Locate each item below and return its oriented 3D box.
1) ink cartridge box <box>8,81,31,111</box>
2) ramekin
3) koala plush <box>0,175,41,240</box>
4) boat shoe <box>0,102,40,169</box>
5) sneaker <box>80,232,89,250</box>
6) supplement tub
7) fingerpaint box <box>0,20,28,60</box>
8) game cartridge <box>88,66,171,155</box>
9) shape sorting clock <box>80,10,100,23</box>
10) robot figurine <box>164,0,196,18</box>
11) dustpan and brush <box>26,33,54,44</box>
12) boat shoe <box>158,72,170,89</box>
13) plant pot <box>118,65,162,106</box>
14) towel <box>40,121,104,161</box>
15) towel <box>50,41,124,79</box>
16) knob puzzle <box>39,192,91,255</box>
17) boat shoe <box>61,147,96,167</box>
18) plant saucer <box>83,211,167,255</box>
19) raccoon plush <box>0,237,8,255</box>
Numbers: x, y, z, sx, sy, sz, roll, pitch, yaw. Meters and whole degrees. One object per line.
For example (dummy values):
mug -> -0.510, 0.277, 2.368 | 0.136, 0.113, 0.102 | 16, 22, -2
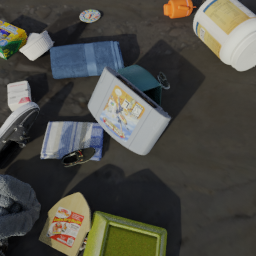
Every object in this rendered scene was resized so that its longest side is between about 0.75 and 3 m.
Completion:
ink cartridge box -> -3.880, -1.153, 10.028 | 0.721, 0.420, 0.990 | -12, 59, -8
ramekin -> -3.517, -3.181, 10.933 | 1.301, 0.606, 1.301 | -30, 24, 15
koala plush -> -3.479, 2.148, 7.466 | 1.773, 1.629, 1.572 | -6, 67, 21
boat shoe -> -3.591, 0.360, 8.766 | 0.893, 0.942, 2.695 | 33, 64, 13
sneaker -> -0.529, 3.018, 7.191 | 1.603, 0.629, 0.636 | 6, 52, 17
supplement tub -> 3.988, -3.668, 10.771 | 1.924, 1.924, 2.660 | -22, 59, -14
fingerpaint box -> -5.236, -3.711, 11.594 | 1.617, 0.593, 1.349 | 27, 61, 17
game cartridge -> -0.102, -0.462, 8.795 | 2.657, 1.769, 0.552 | 41, 29, 19
shape sorting clock -> -1.732, -5.117, 12.756 | 0.949, 0.186, 0.949 | 0, 57, 0
robot figurine -> 2.314, -5.374, 12.562 | 1.365, 0.982, 0.796 | -12, 80, -8
dustpan and brush -> -3.655, -3.679, 11.800 | 1.060, 0.303, 0.740 | -1, 59, 7
boat shoe -> 1.326, -1.793, 10.531 | 0.279, 0.274, 0.773 | -21, 59, -13
plant pot -> 0.292, -1.404, 9.833 | 1.136, 1.137, 1.608 | -19, 52, -12
towel -> -1.776, 0.409, 9.125 | 1.946, 0.232, 1.430 | 1, 56, 0
towel -> -1.569, -2.596, 10.832 | 2.736, 0.664, 1.528 | -7, 57, -5
knob puzzle -> -1.546, 2.476, 7.487 | 1.658, 0.230, 1.658 | -14, 55, 21
boat shoe -> -1.500, 0.861, 8.515 | 1.093, 0.342, 0.400 | -21, 70, -10
plant saucer -> -0.020, 3.170, 6.765 | 2.092, 0.501, 2.089 | 17, 52, -6
raccoon plush -> -2.706, 3.517, 6.683 | 1.479, 1.068, 2.208 | 3, 56, -7
